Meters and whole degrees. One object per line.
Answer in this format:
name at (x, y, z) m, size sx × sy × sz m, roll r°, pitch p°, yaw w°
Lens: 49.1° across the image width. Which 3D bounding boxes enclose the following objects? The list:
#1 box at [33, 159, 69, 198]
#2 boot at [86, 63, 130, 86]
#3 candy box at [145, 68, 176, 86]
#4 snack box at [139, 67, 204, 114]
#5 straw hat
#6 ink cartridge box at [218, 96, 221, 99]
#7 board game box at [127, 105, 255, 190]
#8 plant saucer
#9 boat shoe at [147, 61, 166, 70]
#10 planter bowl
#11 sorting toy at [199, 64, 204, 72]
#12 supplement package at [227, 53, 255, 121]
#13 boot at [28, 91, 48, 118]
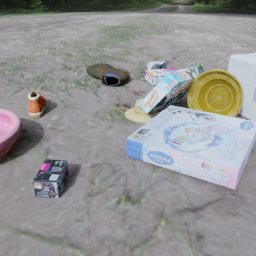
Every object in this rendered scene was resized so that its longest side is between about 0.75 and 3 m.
box at (-1.714, 1.137, 6.333) m, size 0.548 × 0.476 × 0.829 m, roll 3°, pitch 29°, yaw 3°
boot at (-1.085, -2.464, 12.871) m, size 2.187 × 0.817 × 1.060 m, roll 10°, pitch 27°, yaw 15°
candy box at (1.674, -2.427, 13.158) m, size 1.528 × 0.466 × 1.042 m, roll -9°, pitch 30°, yaw -15°
snack box at (1.588, -1.354, 9.606) m, size 0.481 × 1.506 × 2.593 m, roll 51°, pitch 35°, yaw 11°
straw hat at (0.536, -0.712, 9.774) m, size 1.350 × 0.571 × 1.350 m, roll 0°, pitch 28°, yaw 0°
ink cartridge box at (3.602, -1.223, 11.084) m, size 0.844 × 0.212 × 0.972 m, roll -10°, pitch 26°, yaw -19°
board game box at (1.856, 0.293, 7.645) m, size 2.785 × 0.607 × 2.799 m, roll 13°, pitch 29°, yaw 29°
plant saucer at (-4.403, 0.324, 7.600) m, size 2.937 × 0.744 × 2.937 m, roll 0°, pitch 27°, yaw 0°
boat shoe at (1.279, -3.147, 14.343) m, size 0.759 × 0.658 × 1.781 m, roll 16°, pitch 29°, yaw 27°
planter bowl at (2.964, -1.014, 9.339) m, size 1.795 × 1.795 × 0.747 m, roll 17°, pitch 14°, yaw 29°
sorting toy at (3.101, -2.192, 11.969) m, size 0.961 × 0.955 × 2.772 m, roll -7°, pitch 22°, yaw 18°
supplement package at (5.056, -1.532, 9.850) m, size 2.509 × 1.904 × 1.890 m, roll -10°, pitch 28°, yaw -19°
boot at (-3.266, -1.028, 10.121) m, size 0.580 × 0.829 × 1.546 m, roll -6°, pitch 27°, yaw -9°
